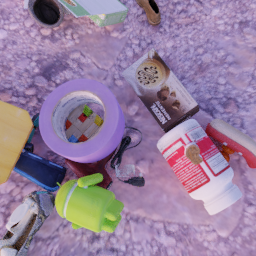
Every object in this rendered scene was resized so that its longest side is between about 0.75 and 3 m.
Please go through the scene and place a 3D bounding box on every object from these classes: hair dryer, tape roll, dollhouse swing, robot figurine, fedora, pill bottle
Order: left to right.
[{"bbox_3d":[-4.658,0.349,8.744,2.527,2.612,2.874,26,72,-20],"label":"dollhouse swing"},{"bbox_3d":[-3.062,-4.422,10.604,1.346,0.608,1.190,38,93,-18],"label":"fedora"},{"bbox_3d":[-1.337,-0.199,8.396,2.375,1.009,2.375,-2,74,8],"label":"tape roll"},{"bbox_3d":[-1.160,2.184,7.959,2.017,1.167,1.770,17,116,14],"label":"robot figurine"},{"bbox_3d":[-0.731,1.056,8.840,2.536,0.689,1.932,-6,73,1],"label":"hair dryer"},{"bbox_3d":[2.155,1.159,8.436,1.472,1.472,2.622,-30,75,-10],"label":"pill bottle"}]

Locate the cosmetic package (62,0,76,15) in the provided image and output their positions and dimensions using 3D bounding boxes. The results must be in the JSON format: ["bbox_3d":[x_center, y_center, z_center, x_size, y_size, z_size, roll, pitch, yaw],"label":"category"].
[{"bbox_3d":[-2.275,-5.156,10.918,0.451,0.667,1.268,1,68,38],"label":"cosmetic package"}]

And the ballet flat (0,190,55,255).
[{"bbox_3d":[-3.172,3.026,7.870,1.046,1.046,2.909,28,82,9],"label":"ballet flat"}]

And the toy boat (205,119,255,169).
[{"bbox_3d":[3.213,0.668,8.891,1.971,1.286,1.288,34,105,11],"label":"toy boat"}]

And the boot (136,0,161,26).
[{"bbox_3d":[0.792,-4.964,10.881,0.713,0.731,1.937,-23,72,-5],"label":"boot"}]

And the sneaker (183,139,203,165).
[{"bbox_3d":[1.643,0.496,7.342,0.396,1.111,0.625,-23,55,11],"label":"sneaker"}]

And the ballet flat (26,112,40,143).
[{"bbox_3d":[-3.251,-0.082,9.406,0.453,0.453,1.240,21,73,7],"label":"ballet flat"}]

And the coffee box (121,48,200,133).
[{"bbox_3d":[1.084,-1.192,9.293,1.380,0.975,2.442,-36,74,9],"label":"coffee box"}]

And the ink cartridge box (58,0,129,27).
[{"bbox_3d":[-1.546,-4.460,10.060,1.997,0.658,2.745,44,46,13],"label":"ink cartridge box"}]

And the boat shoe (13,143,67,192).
[{"bbox_3d":[-3.279,0.919,8.839,2.901,1.221,0.996,35,67,-6],"label":"boat shoe"}]

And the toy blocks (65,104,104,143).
[{"bbox_3d":[-1.514,0.033,9.176,1.994,0.996,1.363,41,86,18],"label":"toy blocks"}]

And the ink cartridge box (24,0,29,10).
[{"bbox_3d":[-3.601,-5.470,11.242,0.940,0.368,1.986,-2,69,-1],"label":"ink cartridge box"}]
